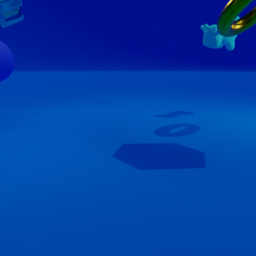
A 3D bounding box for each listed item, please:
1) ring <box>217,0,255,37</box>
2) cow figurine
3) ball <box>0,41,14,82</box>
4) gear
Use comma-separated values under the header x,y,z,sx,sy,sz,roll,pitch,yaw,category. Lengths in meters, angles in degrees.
x,y,z,sx,sy,sz,roll,pitch,yaw,category
2.944,-2.905,6.702,1.818,0.364,1.818,-29,-15,-9,ring
3.115,-3.219,9.221,0.860,1.566,1.541,29,-5,38,cow figurine
-3.596,-1.756,7.323,1.156,1.156,1.156,0,13,0,ball
-2.074,-2.298,4.077,0.291,1.573,1.573,-32,25,-21,gear
